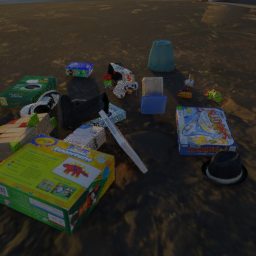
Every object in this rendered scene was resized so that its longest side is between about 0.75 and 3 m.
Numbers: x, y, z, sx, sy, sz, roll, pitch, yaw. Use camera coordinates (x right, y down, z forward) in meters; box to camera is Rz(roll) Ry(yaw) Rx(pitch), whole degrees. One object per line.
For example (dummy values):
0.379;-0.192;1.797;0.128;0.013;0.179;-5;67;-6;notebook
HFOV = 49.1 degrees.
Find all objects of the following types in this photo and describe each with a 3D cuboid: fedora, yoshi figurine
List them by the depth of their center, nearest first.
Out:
3.020;1.130;8.644;1.487;0.679;1.487;0;32;0;fedora
4.137;-1.475;13.294;0.527;0.529;0.941;36;9;-17;yoshi figurine

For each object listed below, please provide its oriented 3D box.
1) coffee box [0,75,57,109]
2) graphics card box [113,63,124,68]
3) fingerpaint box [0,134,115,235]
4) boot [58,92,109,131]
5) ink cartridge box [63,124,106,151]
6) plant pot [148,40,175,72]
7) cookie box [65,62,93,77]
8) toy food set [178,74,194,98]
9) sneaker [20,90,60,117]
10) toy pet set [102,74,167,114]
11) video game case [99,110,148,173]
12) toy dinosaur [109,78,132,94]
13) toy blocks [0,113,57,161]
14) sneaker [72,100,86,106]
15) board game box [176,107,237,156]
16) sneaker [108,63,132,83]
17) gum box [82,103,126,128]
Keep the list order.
-4.728;-1.761;13.464;1.706;0.610;2.775;4;31;7;coffee box
-0.592;-3.783;17.181;0.519;0.210;0.828;-11;34;-16;graphics card box
-2.063;1.406;7.880;2.701;0.991;2.254;14;35;21;fingerpaint box
-1.700;-0.928;10.795;1.997;0.655;1.646;-24;62;24;boot
-1.595;0.540;9.680;0.952;0.561;1.654;10;32;25;ink cartridge box
2.061;-4.449;16.987;1.656;1.556;1.656;0;31;0;plant pot
-2.807;-3.391;16.261;1.303;0.490;1.115;6;32;10;cookie box
2.828;-1.976;13.659;0.644;0.683;1.431;7;63;12;toy food set
-3.470;-0.877;11.805;0.914;0.789;2.086;8;40;35;sneaker
0.235;-1.381;12.322;2.677;1.523;2.867;0;2;-1;toy pet set
-0.185;0.406;9.167;0.186;1.527;2.135;-37;37;0;video game case
-0.392;-2.028;13.986;1.274;0.651;0.865;21;48;-6;toy dinosaur
-3.900;0.300;9.661;1.841;1.346;2.693;-5;27;14;toy blocks
-2.225;-1.104;12.704;0.778;0.275;0.386;-6;26;-17;sneaker
2.827;0.052;10.598;1.895;0.482;2.800;3;31;4;board game box
-0.390;-3.000;15.533;0.995;0.749;2.127;-2;29;-28;sneaker
-1.164;-0.536;11.677;1.658;0.369;1.409;-24;39;-34;gum box
